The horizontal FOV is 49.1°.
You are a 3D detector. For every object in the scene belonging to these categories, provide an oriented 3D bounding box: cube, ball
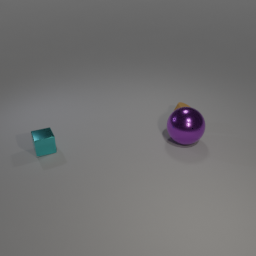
[{"bbox_3d":[-3.005,0.496,9.987,0.700,0.700,0.700,-13,34,-23],"label":"cube"},{"bbox_3d":[2.127,-0.082,10.303,1.400,1.400,1.400,0,32,0],"label":"ball"}]

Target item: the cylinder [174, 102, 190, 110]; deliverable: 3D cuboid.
[{"bbox_3d":[2.191,-0.578,11.406,0.700,0.700,0.700,21,28,-12],"label":"cylinder"}]
